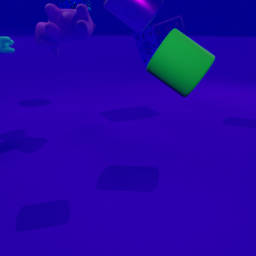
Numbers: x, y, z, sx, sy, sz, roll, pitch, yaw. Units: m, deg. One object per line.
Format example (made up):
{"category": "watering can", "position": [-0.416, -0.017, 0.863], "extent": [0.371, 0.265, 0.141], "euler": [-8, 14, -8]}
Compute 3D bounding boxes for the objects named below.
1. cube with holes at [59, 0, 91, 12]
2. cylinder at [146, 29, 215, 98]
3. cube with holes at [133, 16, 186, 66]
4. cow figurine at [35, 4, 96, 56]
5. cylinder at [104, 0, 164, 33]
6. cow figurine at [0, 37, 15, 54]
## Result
{"category": "cube with holes", "position": [-2.121, -5.110, 11.277], "extent": [0.874, 0.874, 0.874], "euler": [-21, 54, 25]}
{"category": "cylinder", "position": [1.054, -1.306, 5.703], "extent": [1.007, 1.007, 1.007], "euler": [36, 25, 1]}
{"category": "cube with holes", "position": [1.188, -3.062, 10.003], "extent": [1.269, 1.269, 1.269], "euler": [-28, 20, -23]}
{"category": "cow figurine", "position": [-1.721, -2.655, 7.630], "extent": [1.746, 0.958, 1.718], "euler": [-2, -4, 2]}
{"category": "cylinder", "position": [0.089, -2.007, 4.426], "extent": [0.701, 0.701, 0.701], "euler": [32, 11, -20]}
{"category": "cow figurine", "position": [-3.482, -2.135, 7.254], "extent": [0.901, 0.503, 0.916], "euler": [-4, 11, -12]}
